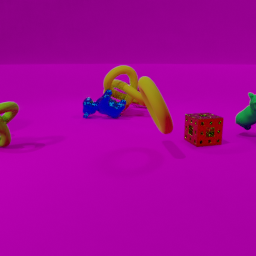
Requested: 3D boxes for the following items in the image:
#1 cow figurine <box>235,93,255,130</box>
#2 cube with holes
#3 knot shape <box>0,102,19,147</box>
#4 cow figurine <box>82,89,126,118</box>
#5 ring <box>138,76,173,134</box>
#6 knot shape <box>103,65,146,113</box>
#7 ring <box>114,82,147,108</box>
[{"bbox_3d":[3.305,-0.436,7.507,1.067,0.595,1.085,21,-45,-39],"label":"cow figurine"},{"bbox_3d":[1.936,0.024,7.228,0.705,0.705,0.705,-4,15,-15],"label":"cube with holes"},{"bbox_3d":[-3.311,-0.171,6.419,1.354,1.447,0.669,13,40,-28],"label":"knot shape"},{"bbox_3d":[-0.916,-0.713,10.084,1.411,1.388,0.774,33,31,-13],"label":"cow figurine"},{"bbox_3d":[0.604,-0.493,6.186,0.276,1.382,1.382,-26,16,0],"label":"ring"},{"bbox_3d":[-0.266,-1.294,10.597,1.852,1.979,0.914,-24,30,40],"label":"knot shape"},{"bbox_3d":[0.319,-1.328,11.543,1.877,0.375,1.877,18,-13,4],"label":"ring"}]
